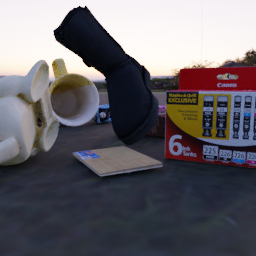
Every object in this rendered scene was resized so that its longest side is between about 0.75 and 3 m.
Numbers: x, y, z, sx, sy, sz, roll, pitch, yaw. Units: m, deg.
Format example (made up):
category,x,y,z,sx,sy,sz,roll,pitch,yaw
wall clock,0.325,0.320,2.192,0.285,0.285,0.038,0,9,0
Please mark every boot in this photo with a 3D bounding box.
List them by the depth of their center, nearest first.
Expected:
category,x,y,z,sx,sy,sz,roll,pitch,yaw
boot,-0.571,-1.255,6.057,1.128,2.482,2.954,-38,28,27

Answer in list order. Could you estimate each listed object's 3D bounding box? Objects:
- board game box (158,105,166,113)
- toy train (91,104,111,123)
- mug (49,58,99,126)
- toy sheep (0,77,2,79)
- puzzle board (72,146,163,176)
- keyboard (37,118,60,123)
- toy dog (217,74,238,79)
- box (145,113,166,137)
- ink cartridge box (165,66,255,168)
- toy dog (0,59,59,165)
category,x,y,z,sx,sy,sz,roll,pitch,yaw
board game box,1.284,-0.959,13.793,1.108,0.298,1.846,8,11,23
toy train,-0.846,-0.512,9.807,0.848,0.643,1.484,-7,9,15
mug,-1.918,-1.096,9.273,1.615,2.016,1.655,15,-2,-23
toy sheep,-5.296,-1.267,11.568,1.775,1.775,2.574,1,24,5
puzzle board,-0.229,0.531,4.622,1.032,0.119,1.369,-6,10,-27
keyboard,-3.407,-0.703,9.418,1.509,0.245,2.374,7,17,-46
toy dog,4.657,-1.696,13.347,2.707,1.948,2.792,9,5,-18
box,0.510,-0.116,7.339,1.540,0.577,0.771,3,9,28
ink cartridge box,1.595,-0.240,4.710,1.818,1.596,0.762,3,9,25
toy dog,-2.626,-0.073,4.788,2.350,1.640,2.279,2,44,5
